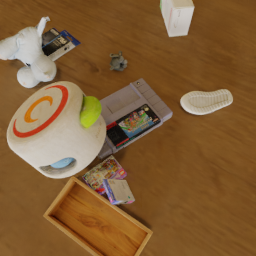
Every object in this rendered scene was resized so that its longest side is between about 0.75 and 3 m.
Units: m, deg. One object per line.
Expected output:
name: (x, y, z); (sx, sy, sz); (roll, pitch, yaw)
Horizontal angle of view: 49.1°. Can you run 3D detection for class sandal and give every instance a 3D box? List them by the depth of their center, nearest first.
sandal: (2.469, -0.776, 8.838); (1.868, 0.459, 0.760); (-8, 75, -19)

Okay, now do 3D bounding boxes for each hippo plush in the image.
hippo plush: (-3.065, -2.314, 9.149); (2.143, 1.723, 1.707); (-27, 23, 3)

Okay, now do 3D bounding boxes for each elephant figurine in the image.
elephant figurine: (-0.413, -2.362, 9.721); (0.574, 0.629, 0.811); (-51, 51, 21)

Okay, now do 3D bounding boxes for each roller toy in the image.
roller toy: (-1.182, 0.049, 4.843); (1.465, 1.122, 1.606); (-49, 42, -14)

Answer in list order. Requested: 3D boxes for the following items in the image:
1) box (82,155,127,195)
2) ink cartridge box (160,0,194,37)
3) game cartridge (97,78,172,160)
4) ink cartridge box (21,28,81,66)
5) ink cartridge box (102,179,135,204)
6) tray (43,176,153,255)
box: (-0.642, 1.323, 7.759); (1.029, 0.201, 0.704); (-34, 66, -17)
ink cartridge box: (1.766, -4.514, 10.414); (0.785, 1.304, 1.795); (-6, 61, -3)
game cartridge: (-0.147, -0.353, 8.568); (2.646, 0.508, 1.715); (-31, 61, -17)
ink cartridge box: (-2.819, -2.915, 10.042); (1.055, 0.416, 2.121); (41, 67, 21)
ink cartridge box: (-0.272, 1.624, 7.169); (0.220, 1.049, 0.626); (-37, 62, 18)
tray: (-0.741, 2.383, 6.940); (2.456, 0.455, 1.211); (31, 75, 17)
